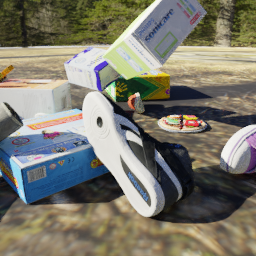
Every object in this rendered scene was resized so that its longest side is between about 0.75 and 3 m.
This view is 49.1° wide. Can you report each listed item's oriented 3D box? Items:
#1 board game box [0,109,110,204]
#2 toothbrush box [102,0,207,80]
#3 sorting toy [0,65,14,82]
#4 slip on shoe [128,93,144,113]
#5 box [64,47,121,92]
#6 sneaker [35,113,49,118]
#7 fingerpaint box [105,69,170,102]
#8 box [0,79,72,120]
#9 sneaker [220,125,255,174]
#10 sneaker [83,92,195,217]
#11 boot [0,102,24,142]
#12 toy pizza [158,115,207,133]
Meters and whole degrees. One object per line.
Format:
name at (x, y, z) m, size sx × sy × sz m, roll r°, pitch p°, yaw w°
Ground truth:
board game box at (-1.620, 0.393, 6.447) m, size 2.632 × 0.736 × 2.578 m, roll -16°, pitch 25°, yaw -37°
toothbrush box at (0.567, -2.498, 7.708) m, size 1.895 × 1.120 × 2.603 m, roll -51°, pitch 15°, yaw -12°
sorting toy at (-4.737, -1.141, 9.221) m, size 2.458 × 0.329 × 1.831 m, roll -25°, pitch 25°, yaw 33°
slip on shoe at (0.276, -0.896, 10.391) m, size 0.512 × 0.620 × 1.673 m, roll -21°, pitch 19°, yaw 5°
box at (-1.087, -2.010, 9.373) m, size 1.492 × 0.783 × 1.372 m, roll 19°, pitch 47°, yaw 29°
sneaker at (-2.142, -0.254, 8.607) m, size 1.294 × 0.476 × 0.763 m, roll 15°, pitch 28°, yaw 11°
fingerpaint box at (0.273, -2.145, 12.988) m, size 2.445 × 1.075 × 2.931 m, roll -5°, pitch 20°, yaw -13°
box at (-3.233, -0.921, 9.416) m, size 2.240 × 1.191 × 1.705 m, roll 2°, pitch 20°, yaw 5°
sneaker at (3.251, 0.557, 5.742) m, size 2.655 × 0.962 × 1.514 m, roll -11°, pitch 26°, yaw -27°
sneaker at (0.239, 0.331, 5.371) m, size 1.443 × 0.943 × 2.580 m, roll -11°, pitch 58°, yaw -39°
boot at (-2.957, 0.469, 4.931) m, size 2.279 × 0.827 × 2.072 m, roll -29°, pitch 27°, yaw -10°
toy pizza at (1.708, -0.198, 8.813) m, size 1.517 × 0.240 × 1.517 m, roll 0°, pitch 20°, yaw 0°
